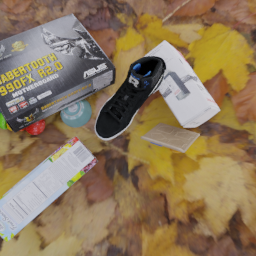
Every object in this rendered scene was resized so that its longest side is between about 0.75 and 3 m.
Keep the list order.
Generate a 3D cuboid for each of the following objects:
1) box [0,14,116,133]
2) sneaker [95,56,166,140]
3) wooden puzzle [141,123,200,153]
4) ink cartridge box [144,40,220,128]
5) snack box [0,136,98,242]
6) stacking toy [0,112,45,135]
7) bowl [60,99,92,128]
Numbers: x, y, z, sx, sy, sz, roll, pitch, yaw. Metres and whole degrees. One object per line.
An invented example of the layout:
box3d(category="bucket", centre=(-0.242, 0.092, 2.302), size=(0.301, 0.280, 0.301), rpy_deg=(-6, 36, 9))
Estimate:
box3d(category="box", centre=(-2.118, -1.533, 7.224), size=(2.899, 0.701, 2.296), rpy_deg=(-29, 68, -17))
box3d(category="sneaker", centre=(-0.027, -0.716, 5.843), size=(0.758, 1.160, 2.075), rpy_deg=(38, 80, 12))
box3d(category="wooden puzzle", centre=(1.018, 0.258, 6.684), size=(1.083, 1.169, 0.271), rpy_deg=(18, 116, 28))
box3d(category="ink cartridge box", centre=(1.346, -1.038, 7.043), size=(0.841, 1.445, 1.984), rpy_deg=(-35, 76, 23))
box3d(category="snack box", centre=(-1.802, 1.173, 6.182), size=(2.257, 1.903, 0.764), rpy_deg=(-43, 95, -11))
box3d(category="stacking toy", centre=(-3.120, -0.256, 7.325), size=(1.921, 0.820, 0.820), rpy_deg=(14, 74, -3))
box3d(category="bowl", centre=(-1.438, -0.483, 7.442), size=(0.871, 0.455, 0.871), rpy_deg=(-1, 77, 5))
